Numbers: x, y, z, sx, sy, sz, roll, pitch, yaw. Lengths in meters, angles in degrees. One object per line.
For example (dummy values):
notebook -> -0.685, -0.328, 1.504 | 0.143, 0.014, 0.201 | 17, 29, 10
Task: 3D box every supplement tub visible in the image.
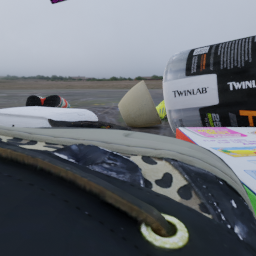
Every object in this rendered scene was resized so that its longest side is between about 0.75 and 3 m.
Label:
supplement tub -> 2.209, -0.679, 4.775 | 2.881, 1.765, 1.765 | -5, 5, 31

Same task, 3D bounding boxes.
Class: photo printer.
photo printer -> -1.605, -0.070, 5.601 | 1.806, 0.627, 1.503 | 5, 9, 24

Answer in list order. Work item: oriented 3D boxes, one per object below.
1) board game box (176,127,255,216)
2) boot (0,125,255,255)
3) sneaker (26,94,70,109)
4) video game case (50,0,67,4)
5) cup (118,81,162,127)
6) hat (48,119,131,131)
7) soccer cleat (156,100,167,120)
board game box -> 1.678, 0.452, 2.707 | 2.001, 0.527, 2.615 | 0, 9, 0
boot -> -0.931, 0.570, 0.470 | 2.894, 1.044, 2.185 | 1, 11, 3
sneaker -> -3.139, -0.872, 11.012 | 1.934, 0.681, 0.904 | 0, -14, 30
video game case -> -0.710, -3.060, 5.317 | 1.570, 1.423, 0.281 | -9, -33, 12
cup -> 0.256, -0.497, 7.230 | 0.861, 1.204, 1.204 | -25, 8, 6
hat -> -0.629, 0.177, 4.448 | 1.353, 0.546, 1.353 | 8, 7, -1
soccer cleat -> 1.058, -0.597, 8.840 | 0.483, 0.625, 1.495 | 6, 11, 33
